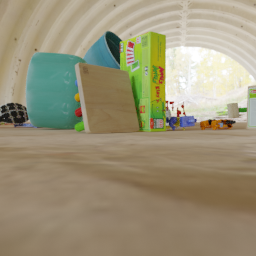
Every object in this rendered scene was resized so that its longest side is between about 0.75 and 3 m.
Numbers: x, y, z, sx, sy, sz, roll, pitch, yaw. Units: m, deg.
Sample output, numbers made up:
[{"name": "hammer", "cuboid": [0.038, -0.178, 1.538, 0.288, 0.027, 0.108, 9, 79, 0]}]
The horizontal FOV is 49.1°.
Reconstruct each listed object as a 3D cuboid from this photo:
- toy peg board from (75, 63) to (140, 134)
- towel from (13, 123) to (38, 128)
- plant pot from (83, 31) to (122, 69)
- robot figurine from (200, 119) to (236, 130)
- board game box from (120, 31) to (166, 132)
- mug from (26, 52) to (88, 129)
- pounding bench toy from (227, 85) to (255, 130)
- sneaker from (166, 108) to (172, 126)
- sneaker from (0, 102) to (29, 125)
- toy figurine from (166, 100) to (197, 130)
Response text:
[{"name": "toy peg board", "cuboid": [-0.585, -0.532, 6.042, 1.412, 1.406, 0.691, -1, -13, -46]}, {"name": "towel", "cuboid": [-3.414, -0.074, 10.333, 1.368, 0.163, 0.990, 3, 2, 33]}, {"name": "plant pot", "cuboid": [-0.893, -2.304, 10.371, 1.732, 1.843, 1.843, -29, -12, 26]}, {"name": "robot figurine", "cuboid": [2.495, -0.100, 7.741, 1.023, 0.298, 0.741, -2, 3, -38]}, {"name": "board game box", "cuboid": [0.342, -1.034, 6.719, 0.526, 2.208, 1.122, -1, 2, -38]}, {"name": "mug", "cuboid": [-1.816, -1.242, 8.221, 1.610, 2.604, 2.139, 4, -28, -2]}, {"name": "pounding bench toy", "cuboid": [4.095, -0.573, 8.077, 1.534, 1.221, 1.966, -1, 2, -36]}, {"name": "sneaker", "cuboid": [0.817, -0.417, 10.244, 1.605, 0.738, 0.608, -4, 5, 4]}, {"name": "sneaker", "cuboid": [-4.499, -0.416, 9.812, 2.035, 0.784, 0.864, -9, -2, -39]}, {"name": "toy figurine", "cuboid": [1.278, -0.298, 7.209, 1.523, 0.804, 0.913, -2, 8, -37]}]
